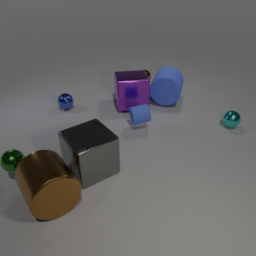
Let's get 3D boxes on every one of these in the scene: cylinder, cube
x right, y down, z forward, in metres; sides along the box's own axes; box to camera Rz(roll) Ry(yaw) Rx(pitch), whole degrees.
[{"bbox_3d":[1.802,-1.952,12.943,1.400,1.400,1.400,8,33,12],"label":"cylinder"},{"bbox_3d":[0.154,-1.695,12.593,1.400,1.400,1.400,-4,29,-6],"label":"cube"},{"bbox_3d":[-2.199,1.524,7.684,1.400,1.400,1.400,-20,38,-28],"label":"cylinder"},{"bbox_3d":[0.474,-0.536,11.040,0.700,0.700,0.700,-14,35,-10],"label":"cylinder"},{"bbox_3d":[-1.205,0.765,8.841,1.400,1.400,1.400,-22,39,-28],"label":"cube"}]

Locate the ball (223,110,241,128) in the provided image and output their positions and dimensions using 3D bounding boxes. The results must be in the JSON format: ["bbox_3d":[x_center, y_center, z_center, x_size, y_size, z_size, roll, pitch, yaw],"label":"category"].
[{"bbox_3d":[4.170,-0.359,11.256,0.700,0.700,0.700,0,33,0],"label":"ball"}]

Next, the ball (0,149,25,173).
[{"bbox_3d":[-3.455,0.982,8.406,0.700,0.700,0.700,0,33,0],"label":"ball"}]

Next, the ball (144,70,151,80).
[{"bbox_3d":[0.891,-2.768,15.007,0.700,0.700,0.700,0,33,0],"label":"ball"}]

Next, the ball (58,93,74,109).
[{"bbox_3d":[-2.772,-1.199,12.447,0.700,0.700,0.700,0,33,0],"label":"ball"}]
